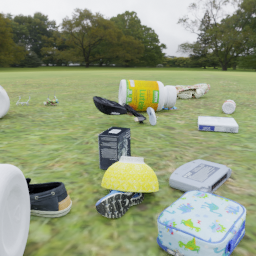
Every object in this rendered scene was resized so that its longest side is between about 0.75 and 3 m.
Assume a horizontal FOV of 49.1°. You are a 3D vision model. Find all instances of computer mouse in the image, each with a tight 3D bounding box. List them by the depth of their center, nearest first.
[{"bbox_3d":[-0.323,-0.576,10.972,1.595,0.523,2.271,37,18,35],"label":"computer mouse"}]

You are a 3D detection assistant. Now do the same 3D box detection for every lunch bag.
[{"bbox_3d":[1.120,1.452,4.152,1.046,0.537,1.301,10,17,37],"label":"lunch bag"}]

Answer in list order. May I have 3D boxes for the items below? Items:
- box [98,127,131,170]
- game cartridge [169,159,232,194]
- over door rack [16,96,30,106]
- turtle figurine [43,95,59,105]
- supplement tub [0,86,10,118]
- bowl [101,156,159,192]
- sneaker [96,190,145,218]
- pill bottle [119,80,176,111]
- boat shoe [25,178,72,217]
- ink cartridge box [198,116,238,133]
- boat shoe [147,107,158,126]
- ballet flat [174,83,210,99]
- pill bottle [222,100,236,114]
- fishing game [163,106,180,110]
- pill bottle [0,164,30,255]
[{"bbox_3d":[-0.319,0.500,7.091,0.557,0.883,0.898,5,16,20],"label":"box"},{"bbox_3d":[1.572,1.067,6.190,0.960,0.299,1.442,7,16,39],"label":"game cartridge"},{"bbox_3d":[-5.849,-1.479,15.703,0.612,0.276,0.828,-2,36,-6],"label":"over door rack"},{"bbox_3d":[-4.273,-1.609,15.463,0.822,0.847,0.610,-18,39,25],"label":"turtle figurine"},{"bbox_3d":[-6.136,-1.240,12.488,1.502,1.502,2.076,-7,16,-25],"label":"supplement tub"},{"bbox_3d":[0.063,0.881,5.523,1.137,0.612,1.137,5,-5,0],"label":"bowl"},{"bbox_3d":[-0.189,1.310,5.117,0.495,0.436,1.110,-1,4,40],"label":"sneaker"},{"bbox_3d":[0.930,-1.556,13.627,2.639,1.466,1.466,1,14,-9],"label":"pill bottle"},{"bbox_3d":[-1.950,1.198,5.054,1.889,0.588,0.705,1,16,9],"label":"boat shoe"},{"bbox_3d":[3.401,-0.150,10.741,1.390,0.307,1.416,4,13,13],"label":"ink cartridge box"},{"bbox_3d":[1.025,-0.438,11.235,0.359,0.311,0.841,16,44,-40],"label":"boat shoe"},{"bbox_3d":[4.041,-2.228,17.883,2.780,1.051,0.888,-6,45,-8],"label":"ballet flat"},{"bbox_3d":[4.906,-1.045,13.587,0.585,0.585,1.042,6,15,21],"label":"pill bottle"},{"bbox_3d":[2.119,-1.108,14.624,0.892,0.194,1.246,-1,14,-16],"label":"fishing game"},{"bbox_3d":[-2.756,1.184,3.466,2.713,1.414,1.414,-2,15,-3],"label":"pill bottle"}]
